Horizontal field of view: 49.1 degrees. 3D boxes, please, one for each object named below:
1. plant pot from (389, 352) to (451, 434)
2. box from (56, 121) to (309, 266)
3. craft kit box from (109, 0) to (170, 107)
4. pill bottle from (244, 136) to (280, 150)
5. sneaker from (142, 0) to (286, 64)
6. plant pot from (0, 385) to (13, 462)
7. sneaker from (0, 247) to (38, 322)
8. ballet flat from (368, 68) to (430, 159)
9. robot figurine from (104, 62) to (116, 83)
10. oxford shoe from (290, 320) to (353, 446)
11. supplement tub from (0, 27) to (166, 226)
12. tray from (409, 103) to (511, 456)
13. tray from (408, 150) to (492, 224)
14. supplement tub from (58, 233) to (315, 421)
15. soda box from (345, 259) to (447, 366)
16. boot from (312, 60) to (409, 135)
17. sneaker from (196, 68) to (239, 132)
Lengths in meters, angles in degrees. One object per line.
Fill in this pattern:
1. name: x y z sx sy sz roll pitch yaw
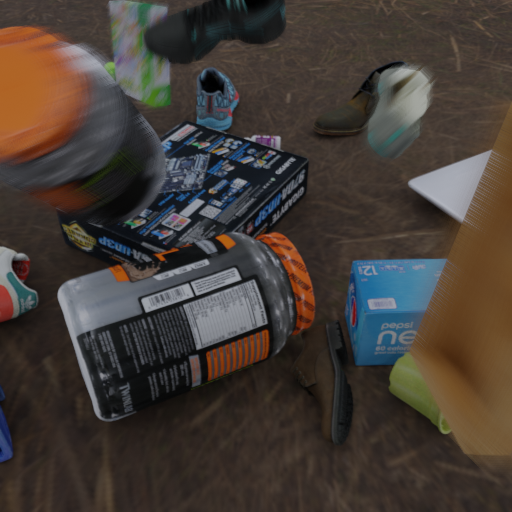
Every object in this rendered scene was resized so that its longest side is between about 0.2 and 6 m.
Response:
1. plant pot: 2.279 1.724 7.420 0.865 0.941 0.941 21 44 39
2. box: -1.213 -1.070 10.536 3.058 0.885 3.847 21 45 23
3. craft kit box: -2.183 -3.817 10.503 0.415 1.691 1.712 -20 34 -31
4. pill bottle: 0.128 -2.447 12.472 0.808 0.453 0.453 2 41 1
5. sneaker: -0.599 -3.424 8.001 2.165 0.858 0.816 -18 77 -9
6. plant pot: -3.873 1.838 6.880 1.366 1.367 1.229 -14 37 -14
7. sneaker: -4.575 0.179 9.226 1.376 1.036 2.943 -8 34 -39
8. ballet flat: 2.671 -2.753 9.930 0.987 0.933 2.929 37 43 -12
9. robot figurine: -3.988 -5.099 15.555 0.660 0.435 0.752 -16 43 -18
10. oxford shoe: 0.885 1.741 7.603 0.784 0.675 1.858 -13 38 11
11. supplement tub: -2.402 -1.536 7.290 1.820 2.971 1.820 -1 81 6
12. tray: 2.401 0.214 5.213 0.561 3.032 1.496 5 29 -11
13. tray: 5.059 -1.403 11.300 3.727 0.413 2.001 -21 46 -23
14. supplement tub: -0.897 0.809 7.607 3.096 1.896 1.896 -18 44 -21
15. soda box: 3.122 0.801 8.161 3.447 1.169 1.106 -1 41 -1
16. boot: 2.524 -3.782 13.344 2.725 1.321 1.018 -22 45 -23
17. sneaker: -0.944 -4.091 13.760 1.033 1.244 2.604 -2 41 -2
